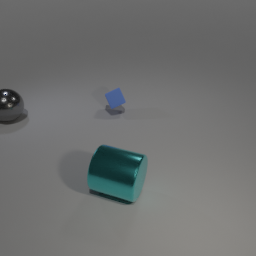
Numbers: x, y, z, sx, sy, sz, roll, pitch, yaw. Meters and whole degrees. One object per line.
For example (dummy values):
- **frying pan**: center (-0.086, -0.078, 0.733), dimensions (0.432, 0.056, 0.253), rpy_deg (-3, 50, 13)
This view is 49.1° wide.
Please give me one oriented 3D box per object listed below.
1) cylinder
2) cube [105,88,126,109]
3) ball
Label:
- **cylinder**: center (-0.277, 1.310, 8.251), dimensions (1.400, 1.400, 1.400), rpy_deg (13, 34, 16)
- **cube**: center (-0.555, -1.323, 12.369), dimensions (0.700, 0.700, 0.700), rpy_deg (-24, 9, 2)
- **ball**: center (-5.156, -0.968, 11.908), dimensions (1.400, 1.400, 1.400), rpy_deg (0, 32, 0)
